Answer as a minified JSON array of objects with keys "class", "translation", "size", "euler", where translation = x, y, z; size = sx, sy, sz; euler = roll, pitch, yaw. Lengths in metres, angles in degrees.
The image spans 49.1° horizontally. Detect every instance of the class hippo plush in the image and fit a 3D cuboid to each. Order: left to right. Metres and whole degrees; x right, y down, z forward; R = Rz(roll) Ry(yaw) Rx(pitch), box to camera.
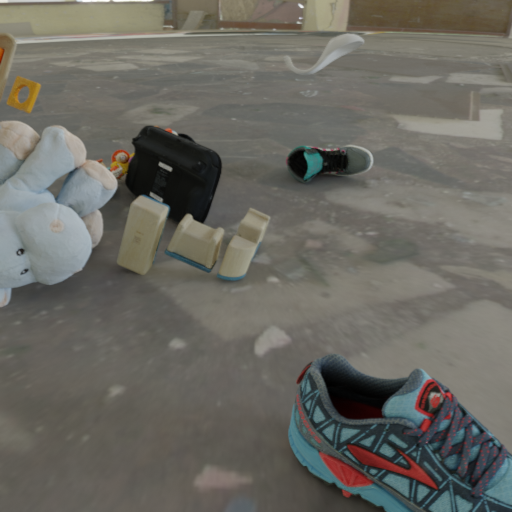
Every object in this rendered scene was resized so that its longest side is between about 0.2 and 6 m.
[{"class":"hippo plush","translation":[-3.580,-0.686,8.424],"size":[2.893,2.304,2.326],"euler":[-5,27,-11]}]

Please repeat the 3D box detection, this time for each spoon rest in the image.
[{"class":"spoon rest","translation":[1.494,-4.348,12.167],"size":[1.736,0.526,0.862],"euler":[-12,7,21]}]

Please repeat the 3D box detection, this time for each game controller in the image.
[{"class":"game controller","translation":[-1.722,-1.615,11.126],"size":[0.620,1.536,2.944],"euler":[-2,23,-40]}]

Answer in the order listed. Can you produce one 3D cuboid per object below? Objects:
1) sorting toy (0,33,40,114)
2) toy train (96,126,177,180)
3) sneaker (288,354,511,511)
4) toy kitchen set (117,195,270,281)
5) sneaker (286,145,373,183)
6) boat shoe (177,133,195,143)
[{"class":"sorting toy","translation":[-4.018,-2.513,7.846],"size":[2.345,1.320,0.319],"euler":[11,-2,22]},{"class":"toy train","translation":[-2.816,-2.184,12.213],"size":[1.729,0.640,2.301],"euler":[-25,14,43]},{"class":"sneaker","translation":[1.467,1.682,4.900],"size":[2.689,1.284,1.066],"euler":[15,31,27]},{"class":"toy kitchen set","translation":[-0.989,-0.288,9.340],"size":[1.989,1.172,1.593],"euler":[24,29,2]},{"class":"sneaker","translation":[1.546,-2.140,12.795],"size":[2.032,0.850,1.227],"euler":[6,22,28]},{"class":"boat shoe","translation":[-1.654,-1.981,12.449],"size":[1.131,0.943,3.031],"euler":[-2,28,-9]}]
